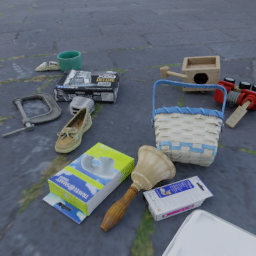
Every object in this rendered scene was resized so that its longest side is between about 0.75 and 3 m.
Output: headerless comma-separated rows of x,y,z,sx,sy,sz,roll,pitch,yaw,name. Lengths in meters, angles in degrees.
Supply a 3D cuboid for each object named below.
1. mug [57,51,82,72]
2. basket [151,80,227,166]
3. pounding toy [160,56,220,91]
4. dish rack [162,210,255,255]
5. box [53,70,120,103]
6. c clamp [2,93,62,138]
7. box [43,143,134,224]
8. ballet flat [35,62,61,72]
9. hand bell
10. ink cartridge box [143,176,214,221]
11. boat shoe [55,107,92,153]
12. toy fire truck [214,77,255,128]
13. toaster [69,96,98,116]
-3.222,-3.727,15.851,1.293,0.973,1.573,0,34,6,mug
1.992,-0.275,9.647,2.571,2.028,2.916,7,73,10,basket
3.031,-2.456,13.776,2.813,1.287,2.471,1,34,16,pounding toy
2.283,3.084,6.608,2.604,0.567,2.235,21,41,29,dish rack
-1.900,-2.090,13.760,2.868,0.714,2.261,3,35,5,box
-4.265,-0.794,12.223,2.503,0.397,2.930,-14,38,-19,c clamp
-1.174,1.558,8.709,1.592,0.622,2.611,22,40,29,box
-4.557,-3.548,16.044,1.519,0.528,0.528,-5,36,-7,ballet flat
0.104,1.870,8.101,1.370,1.370,2.632,25,55,31,hand bell
1.469,2.035,8.267,1.892,0.351,0.896,-15,37,-16,ink cartridge box
-2.104,0.051,10.721,0.863,0.738,2.354,8,36,12,boat shoe
4.569,-1.114,12.097,1.972,1.441,2.240,23,31,29,toy fire truck
-1.970,-0.891,12.153,1.168,0.664,0.755,14,41,12,toaster
